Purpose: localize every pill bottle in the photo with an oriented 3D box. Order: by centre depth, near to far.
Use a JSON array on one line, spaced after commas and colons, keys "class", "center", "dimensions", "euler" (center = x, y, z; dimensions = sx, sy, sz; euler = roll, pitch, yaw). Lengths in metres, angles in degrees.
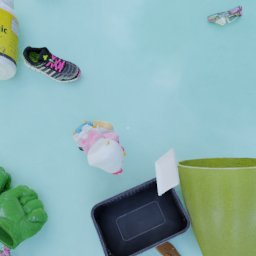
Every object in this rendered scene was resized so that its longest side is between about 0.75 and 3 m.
[{"class": "pill bottle", "center": [-4.265, -3.011, 8.862], "dimensions": [1.497, 1.497, 2.689], "euler": [-3, 74, -1]}]

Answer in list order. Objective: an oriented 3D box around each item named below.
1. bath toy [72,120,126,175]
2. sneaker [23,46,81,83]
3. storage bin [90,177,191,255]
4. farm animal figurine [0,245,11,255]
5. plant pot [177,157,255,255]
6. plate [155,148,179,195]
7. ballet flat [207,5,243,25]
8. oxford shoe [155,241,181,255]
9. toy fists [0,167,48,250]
[{"class": "bath toy", "center": [-0.661, 0.431, 7.162], "dimensions": [1.094, 2.516, 0.930], "euler": [-41, 114, -5]}, {"class": "sneaker", "center": [-2.486, -2.071, 8.924], "dimensions": [1.994, 0.872, 0.736], "euler": [21, 76, 5]}, {"class": "storage bin", "center": [0.328, 2.454, 7.522], "dimensions": [2.287, 1.072, 1.546], "euler": [-23, 68, -5]}, {"class": "farm animal figurine", "center": [-3.885, 3.223, 7.567], "dimensions": [1.878, 0.944, 1.516], "euler": [44, 98, 7]}, {"class": "plant pot", "center": [2.534, 2.168, 7.240], "dimensions": [2.437, 2.437, 2.605], "euler": [-3, 89, -1]}, {"class": "plate", "center": [0.824, 0.919, 5.811], "dimensions": [0.126, 0.780, 0.781], "euler": [9, 57, -21]}, {"class": "ballet flat", "center": [3.388, -3.830, 9.668], "dimensions": [1.283, 0.444, 0.457], "euler": [-20, 96, -6]}, {"class": "oxford shoe", "center": [1.196, 3.469, 7.695], "dimensions": [1.162, 0.414, 0.414], "euler": [38, 81, 12]}, {"class": "toy fists", "center": [-3.455, 1.899, 7.601], "dimensions": [2.774, 0.954, 1.414], "euler": [32, 34, 9]}]
